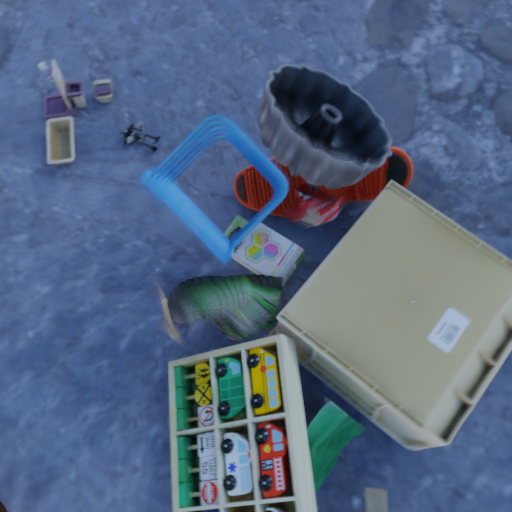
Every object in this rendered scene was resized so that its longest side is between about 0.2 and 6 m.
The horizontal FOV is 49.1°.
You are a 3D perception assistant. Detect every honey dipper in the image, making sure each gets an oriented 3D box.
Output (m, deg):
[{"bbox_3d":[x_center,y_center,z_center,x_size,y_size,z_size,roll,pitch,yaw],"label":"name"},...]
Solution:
[{"bbox_3d":[-1.233,0.892,7.993,0.147,0.776,0.147,-4,43,4],"label":"honey dipper"}]

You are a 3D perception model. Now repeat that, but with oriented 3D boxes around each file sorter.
[{"bbox_3d":[-0.552,-1.088,8.897,1.484,2.419,1.679,-45,95,3],"label":"file sorter"}]

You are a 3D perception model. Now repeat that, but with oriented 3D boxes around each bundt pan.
[{"bbox_3d":[0.958,-1.927,8.745,2.240,0.840,2.240,18,47,-20],"label":"bundt pan"}]

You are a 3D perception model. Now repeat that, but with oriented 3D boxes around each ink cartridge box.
[{"bbox_3d":[0.031,-0.139,10.364,1.546,0.458,0.802,33,80,13],"label":"ink cartridge box"}]

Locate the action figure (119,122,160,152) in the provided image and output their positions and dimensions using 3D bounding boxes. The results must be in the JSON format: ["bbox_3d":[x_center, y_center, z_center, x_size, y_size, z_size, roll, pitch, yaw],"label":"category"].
[{"bbox_3d":[-2.413,-2.441,11.370,0.885,0.452,0.526,20,80,6],"label":"action figure"}]

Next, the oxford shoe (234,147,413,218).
[{"bbox_3d":[1.253,-1.457,10.767,3.333,1.209,1.186,-3,106,12],"label":"oxford shoe"}]

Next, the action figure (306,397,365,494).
[{"bbox_3d":[0.606,3.366,8.702,2.425,1.433,0.663,-50,41,-6],"label":"action figure"}]

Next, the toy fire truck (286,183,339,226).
[{"bbox_3d":[0.904,-0.755,9.067,0.266,0.770,1.092,-33,46,-22],"label":"toy fire truck"}]

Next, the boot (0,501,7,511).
[{"bbox_3d":[-5.452,4.002,8.435,3.837,1.433,1.860,27,86,15],"label":"boot"}]

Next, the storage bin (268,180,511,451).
[{"bbox_3d":[2.459,0.975,9.409,3.200,1.510,3.223,38,72,13],"label":"storage bin"}]

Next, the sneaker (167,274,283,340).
[{"bbox_3d":[-0.376,0.852,8.875,0.975,2.498,1.064,3,91,38],"label":"sneaker"}]

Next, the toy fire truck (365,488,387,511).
[{"bbox_3d":[1.366,4.413,8.305,1.546,1.130,1.757,10,57,5],"label":"toy fire truck"}]

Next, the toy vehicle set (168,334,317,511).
[{"bbox_3d":[-0.271,3.135,8.431,2.194,0.468,3.531,-19,62,25],"label":"toy vehicle set"}]

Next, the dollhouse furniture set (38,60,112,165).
[{"bbox_3d":[-3.650,-2.876,11.056,1.490,1.335,1.881,-8,68,-3],"label":"dollhouse furniture set"}]
